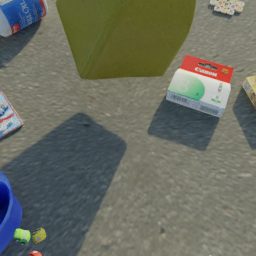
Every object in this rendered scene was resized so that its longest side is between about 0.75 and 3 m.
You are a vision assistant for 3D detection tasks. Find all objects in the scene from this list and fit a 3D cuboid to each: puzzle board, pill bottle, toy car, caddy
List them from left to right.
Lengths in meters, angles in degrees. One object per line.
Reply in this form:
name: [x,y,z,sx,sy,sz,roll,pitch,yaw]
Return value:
caddy: [-3.865,2.259,6.415,2.042,1.516,2.888,26,62,16]
puzzle board: [-4.585,-0.125,8.656,2.176,0.189,1.640,-33,64,-19]
pill bottle: [-4.478,-4.366,10.528,2.594,1.456,1.456,-39,66,-19]
toy car: [-1.750,2.053,5.057,0.182,0.769,0.817,-20,39,13]

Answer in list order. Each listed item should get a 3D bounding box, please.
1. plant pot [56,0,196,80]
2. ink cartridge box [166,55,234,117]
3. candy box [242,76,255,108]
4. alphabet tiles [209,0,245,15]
plant pot: [0.069,-3.288,7.324,2.840,2.905,2.821,-9,68,-30]
ink cartridge box: [2.515,-1.627,9.379,1.859,0.579,2.311,20,62,11]
candy box: [4.472,-1.021,9.059,0.881,0.422,1.526,-11,59,-7]
alphabet tiles: [4.188,-5.257,11.852,1.376,0.100,1.346,20,61,12]
